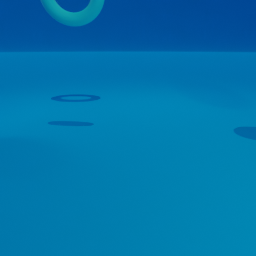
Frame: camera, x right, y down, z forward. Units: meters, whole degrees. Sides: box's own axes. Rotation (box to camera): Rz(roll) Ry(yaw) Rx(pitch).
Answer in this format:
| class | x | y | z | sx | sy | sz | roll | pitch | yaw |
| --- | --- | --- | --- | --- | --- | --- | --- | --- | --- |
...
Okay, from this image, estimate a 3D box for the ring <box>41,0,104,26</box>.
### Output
| class | x | y | z | sx | sy | sz | roll | pitch | yaw |
| --- | --- | --- | --- | --- | --- | --- | --- | --- | --- |
| ring | -1.064 | -2.575 | 5.258 | 1.282 | 1.282 | 0.256 | 2 | 33 | 6 |
